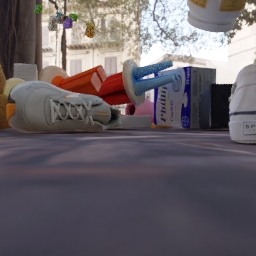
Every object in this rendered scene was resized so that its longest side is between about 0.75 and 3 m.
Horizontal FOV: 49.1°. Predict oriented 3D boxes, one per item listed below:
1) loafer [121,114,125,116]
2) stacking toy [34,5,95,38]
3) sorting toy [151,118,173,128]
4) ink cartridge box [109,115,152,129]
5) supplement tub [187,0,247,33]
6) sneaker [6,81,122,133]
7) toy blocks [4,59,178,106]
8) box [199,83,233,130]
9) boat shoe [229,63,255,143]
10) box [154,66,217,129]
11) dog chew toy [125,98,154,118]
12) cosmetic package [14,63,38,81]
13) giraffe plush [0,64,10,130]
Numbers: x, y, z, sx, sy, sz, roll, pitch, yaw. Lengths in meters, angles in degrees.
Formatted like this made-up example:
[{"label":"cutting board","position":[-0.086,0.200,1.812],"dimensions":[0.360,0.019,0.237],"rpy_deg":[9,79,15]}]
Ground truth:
[{"label":"loafer","position":[-0.231,-0.285,12.190],"dimensions":[0.544,0.557,1.526],"rpy_deg":[4,11,10]},{"label":"stacking toy","position":[-1.389,-2.292,6.022],"dimensions":[0.929,0.290,1.232],"rpy_deg":[-2,34,-38]},{"label":"sorting toy","position":[0.477,-0.163,7.922],"dimensions":[1.326,0.321,2.354],"rpy_deg":[0,1,-29]},{"label":"ink cartridge box","position":[-0.456,-0.118,5.752],"dimensions":[1.380,0.324,1.364],"rpy_deg":[-3,3,-32]},{"label":"supplement tub","position":[2.067,-3.242,6.201],"dimensions":[1.353,1.870,1.353],"rpy_deg":[4,43,-3]},{"label":"sneaker","position":[-0.637,-0.220,3.326],"dimensions":[0.738,0.608,1.605],"rpy_deg":[5,4,28]},{"label":"toy blocks","position":[-0.606,-0.770,5.414],"dimensions":[2.809,1.020,2.341],"rpy_deg":[-12,0,24]},{"label":"box","position":[1.874,-0.322,4.709],"dimensions":[1.189,0.698,1.170],"rpy_deg":[1,-1,7]},{"label":"boat shoe","position":[0.962,-0.152,1.943],"dimensions":[0.494,0.448,1.343],"rpy_deg":[0,1,21]},{"label":"box","position":[1.205,-0.639,6.172],"dimensions":[0.721,1.263,1.374],"rpy_deg":[-2,4,-26]},{"label":"dog chew toy","position":[0.778,-0.567,11.193],"dimensions":[1.909,1.188,1.188],"rpy_deg":[10,-6,-44]},{"label":"cosmetic package","position":[-4.071,-1.255,11.248],"dimensions":[0.859,2.411,1.223],"rpy_deg":[0,1,-17]},{"label":"giraffe plush","position":[-3.137,-0.765,4.014],"dimensions":[2.037,2.167,2.512],"rpy_deg":[-25,24,-30]}]
